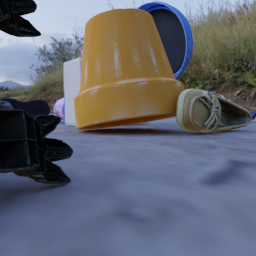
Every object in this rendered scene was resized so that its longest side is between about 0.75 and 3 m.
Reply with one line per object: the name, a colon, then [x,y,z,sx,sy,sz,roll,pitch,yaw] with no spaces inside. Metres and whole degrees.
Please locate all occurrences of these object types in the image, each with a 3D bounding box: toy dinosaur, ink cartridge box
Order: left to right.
toy dinosaur: [-1.484,-0.046,1.753,1.894,1.425,2.790,-14,20,9]
ink cartridge box: [-0.616,-1.107,9.286,2.781,2.011,1.171,-3,5,-38]

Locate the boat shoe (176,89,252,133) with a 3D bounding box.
boat shoe: [1.905,-0.316,6.059,0.797,0.924,2.532,4,-4,40]

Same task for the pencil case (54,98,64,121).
pencil case: [-2.340,-0.749,11.551,1.131,1.110,2.646,39,-9,-21]

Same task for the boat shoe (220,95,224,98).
boat shoe: [3.238,-0.743,11.957,0.901,1.067,2.994,-3,-3,-6]

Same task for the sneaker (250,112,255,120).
sneaker: [4.502,-0.624,11.906,0.708,0.737,1.880,-4,5,-40]

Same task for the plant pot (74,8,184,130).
plant pot: [-0.069,-1.302,6.551,2.579,2.361,2.579,-8,-2,0]

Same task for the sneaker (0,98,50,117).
sneaker: [-4.360,-0.510,11.179,1.143,0.990,2.761,-27,-13,33]

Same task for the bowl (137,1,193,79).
bowl: [1.056,-2.988,10.097,0.566,2.886,2.886,-23,18,-41]
